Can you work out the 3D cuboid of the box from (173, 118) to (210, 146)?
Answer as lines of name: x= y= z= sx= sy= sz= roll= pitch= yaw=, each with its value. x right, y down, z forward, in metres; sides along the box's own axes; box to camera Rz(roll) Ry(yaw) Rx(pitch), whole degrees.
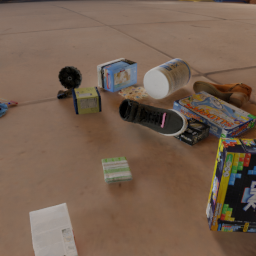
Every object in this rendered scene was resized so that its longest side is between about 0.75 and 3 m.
box: x=2.353 y=0.123 z=10.345 sx=1.056 sy=0.455 sz=0.865 roll=-24 pitch=39 yaw=-34

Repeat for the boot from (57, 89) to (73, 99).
boot: x=-2.907 y=-1.574 z=13.308 sx=0.984 sy=0.368 sz=0.477 roll=-3 pitch=40 yaw=13

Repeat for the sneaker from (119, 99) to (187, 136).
sneaker: x=0.735 y=-0.377 z=10.099 sx=1.370 sy=0.977 sz=2.763 roll=8 pitch=8 yaw=-43

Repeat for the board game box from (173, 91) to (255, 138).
board game box: x=3.440 y=-0.579 z=11.355 sx=1.852 sy=0.471 sz=2.736 roll=-22 pitch=40 yaw=-31

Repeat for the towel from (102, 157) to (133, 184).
towel: x=-0.360 y=1.300 z=8.744 sx=0.834 sy=0.172 sz=1.117 roll=-4 pitch=29 yaw=-10

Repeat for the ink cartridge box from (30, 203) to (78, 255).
ink cartridge box: x=-1.706 y=2.535 z=6.431 sx=0.902 sy=0.417 sz=1.656 roll=-11 pitch=34 yaw=-18

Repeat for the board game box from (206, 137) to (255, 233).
board game box: x=2.954 y=1.397 z=6.434 sx=1.930 sy=2.335 sz=0.662 roll=2 pitch=30 yaw=5

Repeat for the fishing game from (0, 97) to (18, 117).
fishing game: x=-6.102 y=-0.836 z=12.030 sx=1.763 sy=0.383 sz=2.462 roll=16 pitch=34 yaw=19

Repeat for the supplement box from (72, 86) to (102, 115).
supplement box: x=-1.805 y=-1.222 z=12.263 sx=1.123 sy=0.755 sz=1.124 roll=-8 pitch=32 yaw=-13

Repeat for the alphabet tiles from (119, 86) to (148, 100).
alphabet tiles: x=0.318 y=-1.715 z=13.710 sx=1.384 sy=0.103 sz=1.415 roll=-18 pitch=36 yaw=-29

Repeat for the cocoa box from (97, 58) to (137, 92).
cocoa box: x=-0.519 y=-2.731 z=14.322 sx=1.162 sy=1.181 sz=1.771 roll=27 pitch=41 yaw=37

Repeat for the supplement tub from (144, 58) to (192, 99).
supplement tub: x=1.962 y=-2.419 z=13.552 sx=1.479 sy=1.479 sz=2.242 roll=22 pitch=36 yaw=32

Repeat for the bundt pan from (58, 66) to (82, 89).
bundt pan: x=-2.762 y=-2.480 z=13.679 sx=1.213 sy=1.213 sz=0.455 roll=6 pitch=27 yaw=9

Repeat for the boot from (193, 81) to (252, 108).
boot: x=4.452 y=-1.762 z=13.087 sx=2.474 sy=0.912 sz=1.914 roll=29 pitch=41 yaw=22
